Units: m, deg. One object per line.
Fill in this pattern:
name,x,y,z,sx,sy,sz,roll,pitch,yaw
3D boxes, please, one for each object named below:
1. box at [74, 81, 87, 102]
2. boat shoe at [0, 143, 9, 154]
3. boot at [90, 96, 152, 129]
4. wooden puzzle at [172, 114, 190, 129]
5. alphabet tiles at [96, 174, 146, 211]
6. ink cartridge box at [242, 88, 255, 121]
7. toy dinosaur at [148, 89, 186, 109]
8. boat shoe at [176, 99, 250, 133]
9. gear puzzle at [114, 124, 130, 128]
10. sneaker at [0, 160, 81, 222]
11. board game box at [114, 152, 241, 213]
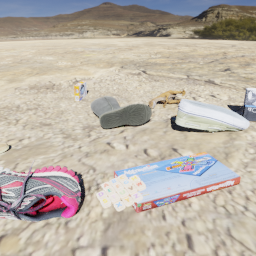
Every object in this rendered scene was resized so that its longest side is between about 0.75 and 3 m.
box,-2.375,-1.904,14.226,0.274,0.785,1.319,7,24,12
boat shoe,-4.381,0.604,8.614,1.320,0.429,0.476,-9,24,-20
boot,-0.368,-0.760,11.424,2.213,0.883,2.434,-7,15,-9
wooden puzzle,2.450,-0.294,11.198,0.997,0.118,1.680,-15,27,-32
alphabet tiles,-0.158,1.445,6.437,1.088,0.079,1.064,-23,29,-15
ink cartridge box,5.925,-0.849,11.003,2.582,1.284,0.506,4,18,11
toy dinosaur,2.063,-1.579,13.416,1.467,0.834,2.762,17,27,37
boat shoe,3.009,-0.307,10.111,2.900,0.899,1.044,13,23,-17
gear puzzle,-0.242,-0.154,10.865,0.857,0.112,0.444,-15,27,-31
sneaker,-2.415,1.410,5.738,2.869,1.156,1.071,-5,25,-14
board game box,1.232,1.278,7.177,2.874,0.279,1.479,-9,26,-21
